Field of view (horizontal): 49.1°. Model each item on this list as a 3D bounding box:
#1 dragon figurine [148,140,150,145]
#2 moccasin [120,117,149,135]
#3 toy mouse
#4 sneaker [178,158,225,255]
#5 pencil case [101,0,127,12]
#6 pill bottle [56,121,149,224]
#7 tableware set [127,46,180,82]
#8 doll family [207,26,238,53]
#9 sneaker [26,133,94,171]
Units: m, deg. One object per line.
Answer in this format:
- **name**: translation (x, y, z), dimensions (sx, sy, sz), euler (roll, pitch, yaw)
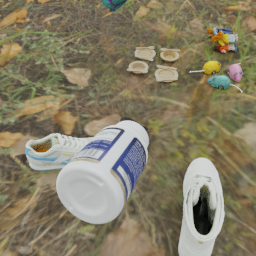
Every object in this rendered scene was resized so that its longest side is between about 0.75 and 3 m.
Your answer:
- **dragon figurine**: translation (0.309, 0.472, 8.416), dimensions (0.364, 1.235, 0.614), euler (26, 91, 24)
- **moccasin**: translation (0.204, -0.045, 9.218), dimensions (1.068, 0.412, 0.391), euler (22, 66, 14)
- **toy mouse**: translation (3.863, -2.087, 10.975), dimensions (2.171, 0.420, 1.930), euler (-19, 51, -16)
- **sneaker**: translation (1.901, 1.597, 6.844), dimensions (1.097, 1.721, 2.979), euler (8, 47, 10)
- **pencil case**: translation (-0.238, -5.453, 10.564), dimensions (1.223, 1.126, 2.646), euler (-25, 9, -22)
- **pill bottle**: translation (-0.300, 0.652, 5.241), dimensions (1.163, 1.163, 2.094), euler (16, 30, 14)
- **tableware set**: translation (1.130, -2.741, 11.654), dimensions (2.032, 0.282, 2.432), euler (9, 49, 8)
- **doll family**: translation (4.160, -4.158, 12.535), dimensions (1.164, 0.845, 1.876), euler (-1, 48, -1)
- **sneaker**: translation (-1.815, 0.636, 8.223), dimensions (2.283, 0.922, 0.873), euler (-10, 48, -10)
